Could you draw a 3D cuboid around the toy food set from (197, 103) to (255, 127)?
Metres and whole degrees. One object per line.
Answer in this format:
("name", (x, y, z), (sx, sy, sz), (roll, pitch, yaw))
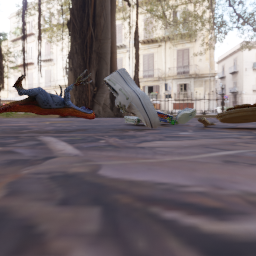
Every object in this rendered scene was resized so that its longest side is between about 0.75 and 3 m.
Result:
("toy food set", (3.530, -0.511, 8.397), (2.743, 0.551, 1.894), (-6, -9, 25))

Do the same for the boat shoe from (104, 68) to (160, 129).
("boat shoe", (0.047, -0.779, 8.325), (0.860, 0.947, 2.576), (-27, 48, -6))

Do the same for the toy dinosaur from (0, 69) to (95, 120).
("toy dinosaur", (-1.970, -0.570, 7.416), (2.178, 2.400, 1.260), (39, -17, -19))

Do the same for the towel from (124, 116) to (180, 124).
("towel", (0.993, -0.274, 11.948), (2.042, 0.313, 1.523), (2, 6, -19))

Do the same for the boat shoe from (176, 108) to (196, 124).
("boat shoe", (2.244, -0.513, 11.277), (0.484, 0.474, 1.358), (18, 27, 38))

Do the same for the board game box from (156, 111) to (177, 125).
("board game box", (0.974, -0.523, 10.482), (1.166, 0.297, 1.723), (16, 6, -13))
